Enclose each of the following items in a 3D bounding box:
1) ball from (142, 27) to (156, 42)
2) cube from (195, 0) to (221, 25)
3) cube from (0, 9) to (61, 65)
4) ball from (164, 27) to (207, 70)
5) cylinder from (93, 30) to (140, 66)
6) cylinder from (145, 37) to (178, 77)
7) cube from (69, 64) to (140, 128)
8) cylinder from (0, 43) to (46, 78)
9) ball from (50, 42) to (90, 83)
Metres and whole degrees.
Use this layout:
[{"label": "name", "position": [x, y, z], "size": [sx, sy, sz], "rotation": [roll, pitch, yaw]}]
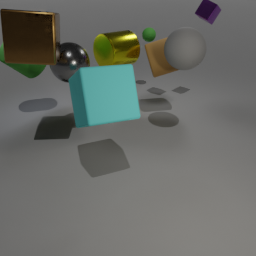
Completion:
[{"label": "ball", "position": [1.069, -4.745, 14.250], "size": [0.700, 0.700, 0.700], "rotation": [0, 29, 0]}, {"label": "cube", "position": [3.400, -4.938, 11.877], "size": [0.700, 0.700, 0.700], "rotation": [40, 22, 22]}, {"label": "cube", "position": [-2.769, -2.681, 8.224], "size": [1.400, 1.400, 1.400], "rotation": [1, 21, -8]}, {"label": "ball", "position": [1.914, -2.653, 9.413], "size": [1.400, 1.400, 1.400], "rotation": [0, 29, 0]}, {"label": "cylinder", "position": [-0.464, -3.185, 11.404], "size": [1.400, 1.400, 1.400], "rotation": [-23, 36, -37]}, {"label": "cylinder", "position": [1.538, -2.956, 11.559], "size": [1.400, 1.400, 1.400], "rotation": [-16, 28, 7]}, {"label": "cube", "position": [-0.666, -0.809, 7.455], "size": [1.400, 1.400, 1.400], "rotation": [-10, 2, -23]}, {"label": "cylinder", "position": [-4.262, -2.969, 11.480], "size": [1.400, 1.400, 1.400], "rotation": [26, -5, 38]}, {"label": "ball", "position": [-2.049, -2.294, 9.872], "size": [1.400, 1.400, 1.400], "rotation": [0, 29, 0]}]
